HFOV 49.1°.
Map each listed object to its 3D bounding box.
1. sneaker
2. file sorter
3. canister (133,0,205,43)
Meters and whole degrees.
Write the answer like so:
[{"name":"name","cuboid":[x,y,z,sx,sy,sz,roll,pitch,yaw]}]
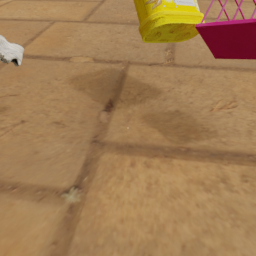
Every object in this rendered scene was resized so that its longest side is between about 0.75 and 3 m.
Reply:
[{"name":"sneaker","cuboid":[-3.482,-2.153,7.763,0.528,0.617,1.417,-11,-12,32]},{"name":"file sorter","cuboid":[3.082,-2.674,7.207,1.966,1.366,1.233,17,75,47]},{"name":"canister","cuboid":[1.074,-4.251,8.680,2.139,2.881,1.247,-11,-6,-31]}]
